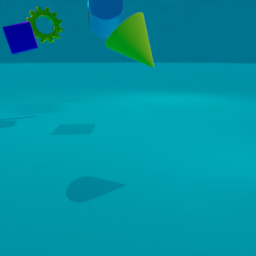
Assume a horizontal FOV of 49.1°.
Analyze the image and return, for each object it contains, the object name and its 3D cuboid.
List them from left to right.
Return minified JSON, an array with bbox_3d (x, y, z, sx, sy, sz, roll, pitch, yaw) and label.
[{"bbox_3d":[-3.660,-3.067,9.649,0.890,0.890,0.890,-18,16,-12],"label":"cube"},{"bbox_3d":[-3.199,-3.926,10.737,1.345,1.345,0.249,-8,4,-28],"label":"gear"},{"bbox_3d":[-0.750,-3.776,9.288,1.156,1.156,1.156,-2,-10,-6],"label":"cylinder"},{"bbox_3d":[0.207,-1.482,5.265,0.914,0.918,0.914,-39,1,1],"label":"cone"}]
